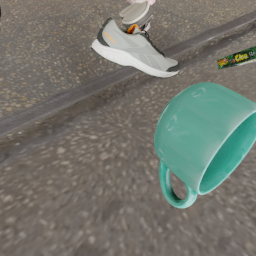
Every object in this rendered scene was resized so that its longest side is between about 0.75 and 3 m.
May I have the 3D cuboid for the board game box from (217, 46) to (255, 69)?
[{"bbox_3d":[3.532,-1.853,6.394,1.524,0.341,2.909,-11,5,-16],"label":"board game box"}]

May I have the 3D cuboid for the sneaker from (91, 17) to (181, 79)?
[{"bbox_3d":[0.258,-1.296,4.702,1.696,0.673,0.627,12,24,-32],"label":"sneaker"}]

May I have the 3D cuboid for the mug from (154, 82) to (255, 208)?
[{"bbox_3d":[0.954,0.165,3.978,1.707,1.402,1.055,-43,57,-10],"label":"mug"}]

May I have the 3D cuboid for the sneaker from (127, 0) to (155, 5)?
[{"bbox_3d":[0.250,-4.434,9.761,1.294,0.487,0.676,27,66,30],"label":"sneaker"}]

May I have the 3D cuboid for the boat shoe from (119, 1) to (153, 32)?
[{"bbox_3d":[0.290,-2.771,7.252,0.813,0.693,2.433,-33,26,10],"label":"boat shoe"}]
